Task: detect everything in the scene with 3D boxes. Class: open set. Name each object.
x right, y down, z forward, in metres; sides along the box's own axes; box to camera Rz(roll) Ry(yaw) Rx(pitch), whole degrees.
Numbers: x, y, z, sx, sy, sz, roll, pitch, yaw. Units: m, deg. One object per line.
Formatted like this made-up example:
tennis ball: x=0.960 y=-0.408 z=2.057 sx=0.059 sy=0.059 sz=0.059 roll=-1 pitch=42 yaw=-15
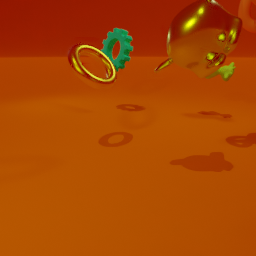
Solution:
ring: x=-0.777 y=-1.387 z=6.302 sx=0.250 sy=1.250 sz=1.250 roll=-41 pitch=-13 yaw=37
monkey head: x=1.153 y=-1.451 z=4.443 sx=1.003 sy=1.665 sz=1.198 roll=32 pitch=28 yaw=1
gear: x=-0.434 y=-2.830 z=10.190 sx=0.277 sy=1.499 sz=1.499 roll=2 pitch=10 yaw=-42
cow figurine: x=2.926 y=-2.002 z=9.362 sx=1.156 sy=0.635 sz=1.138 roll=32 pitch=-10 yaw=-19
knot shape: x=2.561 y=-2.652 z=5.220 sx=1.439 sy=1.347 sz=0.665 roll=42 pitch=-11 yaw=-31
